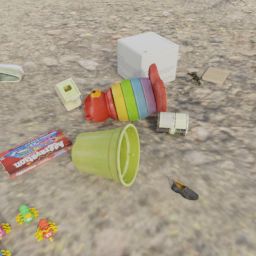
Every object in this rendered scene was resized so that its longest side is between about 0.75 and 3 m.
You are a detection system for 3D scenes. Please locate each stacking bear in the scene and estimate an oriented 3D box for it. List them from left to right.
[{"bbox_3d":[-0.193,-1.006,10.295,2.958,1.682,1.796,-13,44,0],"label":"stacking bear"}]

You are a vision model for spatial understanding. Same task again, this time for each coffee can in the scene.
[{"bbox_3d":[1.555,-0.162,9.875,1.054,0.771,0.771,5,39,6],"label":"coffee can"}]

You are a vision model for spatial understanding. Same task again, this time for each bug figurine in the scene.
[{"bbox_3d":[-2.682,2.556,6.802,1.747,0.450,1.355,-27,46,-28],"label":"bug figurine"}]

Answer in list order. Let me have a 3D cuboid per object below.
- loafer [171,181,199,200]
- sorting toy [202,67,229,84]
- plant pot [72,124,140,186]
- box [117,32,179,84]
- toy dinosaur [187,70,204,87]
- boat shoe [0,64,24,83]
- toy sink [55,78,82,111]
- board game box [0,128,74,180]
[{"bbox_3d":[1.612,1.767,7.888,0.820,0.296,0.298,21,43,23],"label":"loafer"},{"bbox_3d":[4.099,-2.431,13.153,0.989,0.195,1.069,21,48,23],"label":"sorting toy"},{"bbox_3d":[-0.684,0.744,8.234,1.623,1.765,1.765,2,38,20],"label":"plant pot"},{"bbox_3d":[0.838,-3.066,12.659,2.035,1.744,2.025,-22,44,-25],"label":"box"},{"bbox_3d":[2.933,-2.292,12.223,0.580,1.135,0.437,3,61,34],"label":"toy dinosaur"},{"bbox_3d":[-5.999,-2.464,12.668,2.386,0.859,0.740,-4,41,-9],"label":"boat shoe"},{"bbox_3d":[-2.243,-1.289,10.767,0.677,0.582,1.039,-30,91,-23],"label":"toy sink"},{"bbox_3d":[-2.999,0.773,9.183,2.178,0.212,1.121,-28,48,-30],"label":"board game box"}]
